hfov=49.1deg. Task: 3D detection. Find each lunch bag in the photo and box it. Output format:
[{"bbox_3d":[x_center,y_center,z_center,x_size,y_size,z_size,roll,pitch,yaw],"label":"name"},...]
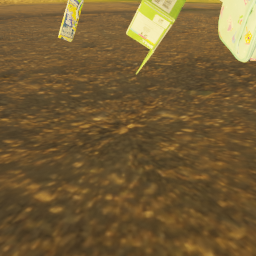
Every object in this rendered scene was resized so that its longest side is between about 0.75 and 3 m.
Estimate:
[{"bbox_3d":[2.434,-2.376,5.215,0.792,2.055,1.648,-3,45,-5],"label":"lunch bag"}]

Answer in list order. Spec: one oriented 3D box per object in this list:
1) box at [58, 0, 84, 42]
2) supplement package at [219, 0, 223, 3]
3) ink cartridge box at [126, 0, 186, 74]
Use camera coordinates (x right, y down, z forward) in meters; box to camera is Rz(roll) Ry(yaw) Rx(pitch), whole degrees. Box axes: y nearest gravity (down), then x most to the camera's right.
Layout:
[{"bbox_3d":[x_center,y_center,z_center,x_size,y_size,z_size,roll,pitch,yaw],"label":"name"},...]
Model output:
[{"bbox_3d":[-1.742,-3.393,8.605,0.432,1.343,0.470,16,1,-20],"label":"box"},{"bbox_3d":[2.798,-3.495,6.567,2.225,1.349,1.332,35,27,7],"label":"supplement package"},{"bbox_3d":[0.564,-2.492,6.722,0.786,2.074,1.533,32,60,-7],"label":"ink cartridge box"}]
